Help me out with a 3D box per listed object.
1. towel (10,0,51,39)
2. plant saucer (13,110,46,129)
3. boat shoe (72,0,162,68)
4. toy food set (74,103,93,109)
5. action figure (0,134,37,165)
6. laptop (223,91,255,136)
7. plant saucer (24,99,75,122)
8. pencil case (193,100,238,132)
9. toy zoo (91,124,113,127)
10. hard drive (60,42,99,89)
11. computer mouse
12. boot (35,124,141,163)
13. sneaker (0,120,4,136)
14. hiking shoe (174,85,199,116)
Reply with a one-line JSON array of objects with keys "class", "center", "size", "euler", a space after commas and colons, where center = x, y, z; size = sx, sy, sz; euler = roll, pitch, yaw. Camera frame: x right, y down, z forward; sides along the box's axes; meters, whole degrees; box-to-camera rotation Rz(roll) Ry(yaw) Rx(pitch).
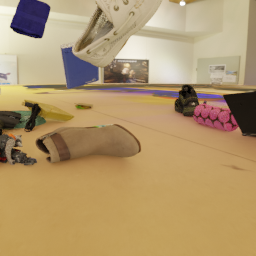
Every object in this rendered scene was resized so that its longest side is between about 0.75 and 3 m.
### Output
[{"class": "towel", "center": [-3.578, -4.064, 10.348], "size": [1.159, 1.569, 0.389], "euler": [15, -24, -18]}, {"class": "plant saucer", "center": [-4.525, -0.392, 11.258], "size": [2.377, 0.427, 2.377], "euler": [-1, 12, 0]}, {"class": "boat shoe", "center": [-0.226, -2.477, 5.913], "size": [0.975, 2.813, 0.996], "euler": [3, 45, -49]}, {"class": "toy food set", "center": [-2.479, -1.220, 15.879], "size": [1.020, 0.297, 1.477], "euler": [7, 6, 1]}, {"class": "action figure", "center": [-2.770, 0.498, 6.191], "size": [1.430, 0.748, 1.384], "euler": [4, 21, 18]}, {"class": "laptop", "center": [4.548, -0.448, 8.314], "size": [2.424, 1.405, 2.269], "euler": [-8, 5, -33]}, {"class": "plant saucer", "center": [-3.253, -0.660, 11.482], "size": [1.558, 0.378, 1.558], "euler": [25, 8, 34]}, {"class": "pencil case", "center": [3.335, -0.444, 10.437], "size": [0.949, 0.920, 2.027], "euler": [0, 13, -19]}, {"class": "toy zoo", "center": [-0.751, -0.007, 10.131], "size": [1.048, 0.107, 0.688], "euler": [-8, 14, -32]}, {"class": "hard drive", "center": [-2.022, -2.754, 12.142], "size": [1.552, 2.352, 0.298], "euler": [-19, 61, -17]}, {"class": "computer mouse", "center": [-4.215, -0.541, 10.118], "size": [2.054, 0.473, 1.442], "euler": [2, 47, 9]}, {"class": "boot", "center": [-1.057, 0.431, 6.599], "size": [1.695, 0.814, 2.319], "euler": [-16, 17, -37]}, {"class": "sneaker", "center": [-4.272, 0.086, 9.005], "size": [0.597, 0.500, 1.316], "euler": [8, 20, 0]}, {"class": "hiking shoe", "center": [2.972, -1.440, 13.874], "size": [1.070, 1.422, 2.825], "euler": [-1, 11, -4]}]
